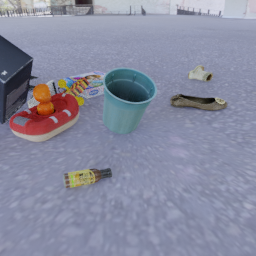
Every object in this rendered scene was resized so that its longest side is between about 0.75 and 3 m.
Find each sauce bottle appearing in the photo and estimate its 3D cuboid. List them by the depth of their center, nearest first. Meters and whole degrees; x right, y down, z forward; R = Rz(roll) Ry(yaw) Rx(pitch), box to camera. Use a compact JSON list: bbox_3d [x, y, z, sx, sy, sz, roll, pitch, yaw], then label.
[{"bbox_3d":[-0.831,1.006,5.814,0.996,0.322,0.322,-10,28,-16],"label":"sauce bottle"}]

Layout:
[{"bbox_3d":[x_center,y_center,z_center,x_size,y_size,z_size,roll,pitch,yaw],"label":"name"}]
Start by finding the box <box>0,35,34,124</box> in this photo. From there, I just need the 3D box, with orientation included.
[{"bbox_3d":[-3.726,-1.408,7.765,1.639,2.215,1.155,36,53,-4],"label":"box"}]

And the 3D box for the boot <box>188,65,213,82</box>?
[{"bbox_3d":[3.387,-2.435,12.562,0.952,0.444,1.231,19,38,35],"label":"boot"}]

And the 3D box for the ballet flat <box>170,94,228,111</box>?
[{"bbox_3d":[2.402,-0.920,9.520,1.916,0.444,0.646,5,27,10],"label":"ballet flat"}]

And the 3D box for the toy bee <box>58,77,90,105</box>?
[{"bbox_3d":[-2.013,-1.112,9.651,1.085,1.657,0.901,32,56,-10],"label":"toy bee"}]

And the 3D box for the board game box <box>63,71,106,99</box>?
[{"bbox_3d":[-1.422,-1.811,11.369,1.864,0.384,1.869,-22,34,-37],"label":"board game box"}]

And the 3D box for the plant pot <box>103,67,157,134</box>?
[{"bbox_3d":[-0.087,-0.664,7.640,1.419,1.389,1.419,9,47,-9],"label":"plant pot"}]

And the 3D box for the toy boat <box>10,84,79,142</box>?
[{"bbox_3d":[-2.307,-0.592,7.856,1.338,1.340,2.051,14,30,26],"label":"toy boat"}]

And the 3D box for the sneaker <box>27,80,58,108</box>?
[{"bbox_3d":[-2.954,-1.159,9.807,0.776,0.720,1.915,-8,26,3],"label":"sneaker"}]

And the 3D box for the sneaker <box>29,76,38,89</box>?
[{"bbox_3d":[-5.096,-1.891,11.146,2.715,0.815,1.416,11,28,11],"label":"sneaker"}]
